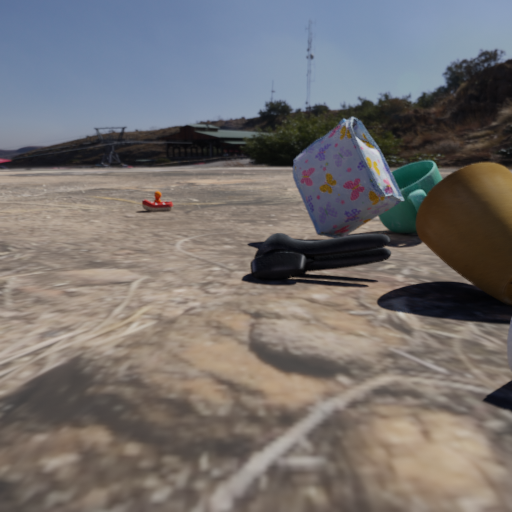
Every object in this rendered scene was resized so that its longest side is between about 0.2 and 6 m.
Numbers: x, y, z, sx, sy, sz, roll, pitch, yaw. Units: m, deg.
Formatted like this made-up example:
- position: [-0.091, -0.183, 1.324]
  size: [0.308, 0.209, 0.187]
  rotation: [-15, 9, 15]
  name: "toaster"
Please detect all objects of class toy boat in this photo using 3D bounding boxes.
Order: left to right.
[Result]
- position: [-2.842, -1.570, 16.085]
  size: [0.872, 0.570, 0.569]
  rotation: [-6, 13, -27]
  name: "toy boat"

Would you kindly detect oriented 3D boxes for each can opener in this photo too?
- position: [0.915, 0.015, 7.998]
  size: [1.995, 0.632, 0.784]
  rotation: [-6, 54, 5]
  name: "can opener"

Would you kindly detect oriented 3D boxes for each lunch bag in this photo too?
- position: [1.693, -1.514, 10.818]
  size: [1.592, 1.878, 1.194]
  rotation: [-34, -21, 31]
  name: "lunch bag"

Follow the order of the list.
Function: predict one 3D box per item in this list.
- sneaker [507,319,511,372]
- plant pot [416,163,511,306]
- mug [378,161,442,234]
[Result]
- position: [3.100, 0.483, 4.764]
  size: [2.392, 0.938, 0.950]
  rotation: [-24, 19, -39]
  name: "sneaker"
- position: [2.942, -0.163, 6.897]
  size: [1.411, 1.411, 1.514]
  rotation: [-3, 39, -13]
  name: "plant pot"
- position: [3.210, -1.082, 11.769]
  size: [1.501, 1.130, 1.827]
  rotation: [-14, 24, 39]
  name: "mug"
